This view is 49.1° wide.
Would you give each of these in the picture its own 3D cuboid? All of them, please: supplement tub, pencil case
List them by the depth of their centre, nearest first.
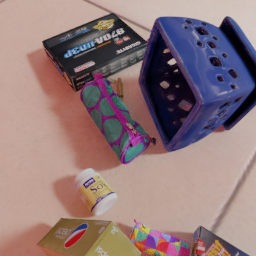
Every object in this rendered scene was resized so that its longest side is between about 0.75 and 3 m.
[{"bbox_3d":[0.706,2.677,6.478,1.448,0.640,0.640,20,60,10],"label":"pencil case"},{"bbox_3d":[-0.844,1.599,7.063,0.743,0.743,1.022,-35,65,-20],"label":"supplement tub"},{"bbox_3d":[-0.374,-0.280,7.822,1.087,1.181,2.555,-20,57,-26],"label":"pencil case"}]

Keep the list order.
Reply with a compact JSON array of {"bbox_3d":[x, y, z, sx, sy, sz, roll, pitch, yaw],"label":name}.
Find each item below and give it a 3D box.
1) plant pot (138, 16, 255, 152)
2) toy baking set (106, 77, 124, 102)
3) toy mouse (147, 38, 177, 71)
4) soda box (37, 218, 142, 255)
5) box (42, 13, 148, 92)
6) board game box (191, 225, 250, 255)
[{"bbox_3d":[2.016,-1.257,7.683,2.471,2.748,2.748,-13,65,-15],"label":"plant pot"},{"bbox_3d":[-0.805,-1.302,9.187,1.341,0.203,1.748,0,58,1],"label":"toy baking set"},{"bbox_3d":[1.320,-3.034,10.188,1.854,0.359,1.648,26,62,16],"label":"toy mouse"},{"bbox_3d":[-0.899,2.364,5.507,0.849,2.507,0.802,51,55,-11],"label":"soda box"},{"bbox_3d":[-1.134,-2.726,9.708,2.939,0.676,2.336,-29,57,-17],"label":"box"},{"bbox_3d":[2.027,3.581,5.768,2.709,0.836,2.708,-38,64,-21],"label":"board game box"}]
